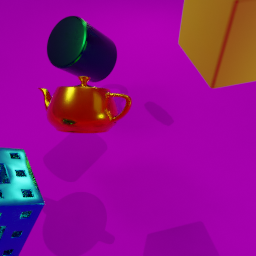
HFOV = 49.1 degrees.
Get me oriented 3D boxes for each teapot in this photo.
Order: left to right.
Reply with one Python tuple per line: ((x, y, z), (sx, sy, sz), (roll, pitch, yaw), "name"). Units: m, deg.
((-0.882, -0.441, 5.180), (2.090, 1.023, 1.300), (4, 5, 26), "teapot")

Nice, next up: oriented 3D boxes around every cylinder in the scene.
((-1.036, -1.767, 6.452), (1.174, 1.174, 1.174), (35, 11, 30), "cylinder")

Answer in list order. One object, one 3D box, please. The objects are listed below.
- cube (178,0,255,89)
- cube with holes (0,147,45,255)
((1.550, -1.471, 3.841), (1.233, 1.233, 1.233), (-11, 49, -10), "cube")
((-2.038, 1.042, 3.854), (1.143, 1.143, 1.143), (10, 29, -41), "cube with holes")
